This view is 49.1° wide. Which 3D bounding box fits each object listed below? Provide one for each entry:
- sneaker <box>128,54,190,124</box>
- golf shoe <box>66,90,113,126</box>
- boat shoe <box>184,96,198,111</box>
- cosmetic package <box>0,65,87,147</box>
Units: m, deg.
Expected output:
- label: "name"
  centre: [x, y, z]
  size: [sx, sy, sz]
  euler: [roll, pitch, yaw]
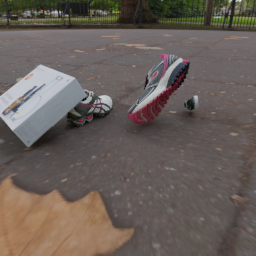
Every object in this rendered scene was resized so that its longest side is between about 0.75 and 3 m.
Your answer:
- label: "sneaker"
  centre: [0.912, -1.302, 9.403]
  size: [1.073, 1.159, 2.875]
  euler: [31, 67, 21]
- label: "golf shoe"
  centre: [-1.206, -0.869, 9.679]
  size: [0.872, 0.994, 2.258]
  euler: [13, 26, 24]
- label: "boat shoe"
  centre: [2.185, -0.807, 9.784]
  size: [0.432, 0.439, 1.219]
  euler: [-2, -11, 4]
- label: "cosmetic package"
  centre: [-2.875, -0.861, 8.696]
  size: [2.198, 0.753, 2.915]
  euler: [-43, 38, -17]
